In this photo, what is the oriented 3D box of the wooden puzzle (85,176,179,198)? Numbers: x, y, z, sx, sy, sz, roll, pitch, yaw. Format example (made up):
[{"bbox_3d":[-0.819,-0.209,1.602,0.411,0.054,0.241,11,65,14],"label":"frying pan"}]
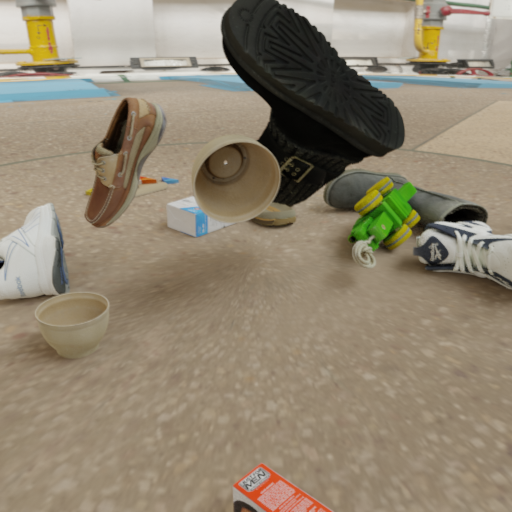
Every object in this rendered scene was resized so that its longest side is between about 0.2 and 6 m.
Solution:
[{"bbox_3d":[-3.335,-1.936,15.217,1.524,0.264,2.259,16,28,32],"label":"wooden puzzle"}]

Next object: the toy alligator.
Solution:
[{"bbox_3d":[2.324,-0.543,11.208,1.043,1.140,3.843,-38,4,39],"label":"toy alligator"}]

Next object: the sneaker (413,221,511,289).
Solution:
[{"bbox_3d":[3.665,-0.013,9.832,1.611,0.988,2.475,-4,23,-7],"label":"sneaker"}]

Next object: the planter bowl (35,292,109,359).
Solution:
[{"bbox_3d":[-2.527,1.013,7.846,0.980,0.659,0.980,0,24,0],"label":"planter bowl"}]

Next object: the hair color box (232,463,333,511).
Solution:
[{"bbox_3d":[0.403,2.385,4.639,1.325,0.673,0.406,20,31,40],"label":"hair color box"}]

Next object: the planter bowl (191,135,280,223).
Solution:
[{"bbox_3d":[-0.366,-1.192,7.926,1.233,1.233,0.830,-7,35,-15],"label":"planter bowl"}]

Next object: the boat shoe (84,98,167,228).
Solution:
[{"bbox_3d":[-2.170,-1.447,8.536,0.805,2.126,0.763,33,11,39],"label":"boat shoe"}]

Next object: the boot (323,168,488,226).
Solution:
[{"bbox_3d":[3.285,-1.144,12.697,2.619,1.045,2.881,-11,32,-20],"label":"boot"}]

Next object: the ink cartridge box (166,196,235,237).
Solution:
[{"bbox_3d":[-1.045,-1.005,12.640,0.991,0.571,1.711,20,30,39],"label":"ink cartridge box"}]

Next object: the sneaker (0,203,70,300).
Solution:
[{"bbox_3d":[-4.134,-0.150,10.107,1.293,1.106,2.969,-12,25,-15],"label":"sneaker"}]

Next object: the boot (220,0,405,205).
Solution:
[{"bbox_3d":[0.303,-2.094,8.698,2.569,3.436,1.293,-21,46,48],"label":"boot"}]

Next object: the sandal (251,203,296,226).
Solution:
[{"bbox_3d":[-0.134,-1.461,13.407,1.196,0.804,2.979,-16,28,-33],"label":"sandal"}]
